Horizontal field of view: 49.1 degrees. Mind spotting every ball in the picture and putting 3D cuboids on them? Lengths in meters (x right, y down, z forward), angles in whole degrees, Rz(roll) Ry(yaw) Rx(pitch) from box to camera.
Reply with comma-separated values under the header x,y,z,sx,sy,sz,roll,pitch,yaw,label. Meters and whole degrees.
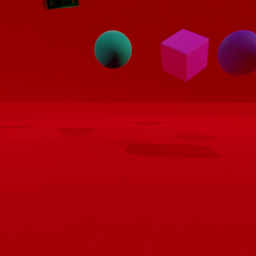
x,y,z,sx,sy,sz,roll,pitch,yaw,label
2.236,-1.476,5.558,0.874,0.874,0.874,0,6,0,ball
-0.333,-1.732,6.230,0.819,0.819,0.819,0,6,0,ball

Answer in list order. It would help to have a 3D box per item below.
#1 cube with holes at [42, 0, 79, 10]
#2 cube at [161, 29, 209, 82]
x,y,z,sx,sy,sz,roll,pitch,yaw,label
-1.813,-3.569,7.280,0.806,0.806,0.806,-15,28,-19,cube with holes
1.847,-2.387,9.183,1.079,1.079,1.079,-37,52,-21,cube
